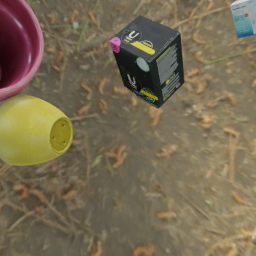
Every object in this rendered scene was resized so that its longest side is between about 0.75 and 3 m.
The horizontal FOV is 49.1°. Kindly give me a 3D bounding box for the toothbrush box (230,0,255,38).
[{"bbox_3d":[3.152,-2.899,7.313,0.387,0.664,0.907,-42,120,-35],"label":"toothbrush box"}]

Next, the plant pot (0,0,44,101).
[{"bbox_3d":[-2.927,-1.388,5.285,2.166,1.939,2.166,8,75,-33],"label":"plant pot"}]

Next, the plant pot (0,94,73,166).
[{"bbox_3d":[-1.552,0.087,5.022,0.935,1.317,1.317,7,76,24],"label":"plant pot"}]

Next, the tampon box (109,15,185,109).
[{"bbox_3d":[0.419,-1.263,5.500,1.025,1.368,0.863,35,72,31],"label":"tampon box"}]
